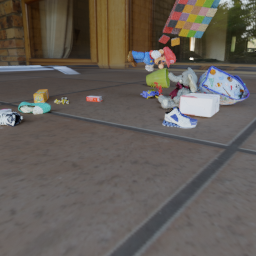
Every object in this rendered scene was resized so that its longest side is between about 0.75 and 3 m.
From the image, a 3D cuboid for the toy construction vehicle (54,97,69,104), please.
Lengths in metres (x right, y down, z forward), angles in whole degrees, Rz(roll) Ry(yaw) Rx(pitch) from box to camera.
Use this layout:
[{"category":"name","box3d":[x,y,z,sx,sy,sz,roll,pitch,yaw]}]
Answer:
[{"category":"toy construction vehicle","box3d":[-3.516,-1.415,14.976,0.757,0.267,0.659,-4,28,-5]}]

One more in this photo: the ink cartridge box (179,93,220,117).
[{"category":"ink cartridge box","box3d":[3.312,-1.109,12.651,1.384,0.802,2.376,9,14,25]}]

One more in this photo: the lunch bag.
[{"category":"lunch bag","box3d":[4.598,-1.919,13.769,2.215,1.371,1.883,26,-3,3]}]

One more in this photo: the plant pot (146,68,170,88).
[{"category":"plant pot","box3d":[2.184,-3.639,20.833,1.551,1.451,1.451,-5,14,19]}]

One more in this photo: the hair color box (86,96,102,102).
[{"category":"hair color box","box3d":[-1.870,-1.624,15.607,0.800,0.245,0.406,6,17,22]}]

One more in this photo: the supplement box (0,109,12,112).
[{"category":"supplement box","box3d":[-5.153,-0.520,11.516,0.391,0.400,0.773,1,17,8]}]

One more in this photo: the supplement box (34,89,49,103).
[{"category":"supplement box","box3d":[-4.821,-1.774,15.616,0.534,0.552,1.605,-4,19,-6]}]

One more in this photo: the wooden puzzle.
[{"category":"wooden puzzle","box3d":[1.672,-2.936,7.438,1.184,1.996,0.140,0,57,-19]}]

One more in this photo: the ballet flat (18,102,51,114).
[{"category":"ballet flat","box3d":[-4.249,-0.842,12.631,1.607,0.541,0.566,5,41,18]}]

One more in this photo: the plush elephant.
[{"category":"plush elephant","box3d":[2.686,-2.015,13.852,2.406,1.863,1.982,1,15,8]}]

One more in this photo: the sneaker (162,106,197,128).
[{"category":"sneaker","box3d":[1.948,-0.426,10.553,1.303,0.752,0.526,5,18,17]}]

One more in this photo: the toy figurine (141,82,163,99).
[{"category":"toy figurine","box3d":[1.195,-2.143,16.308,1.082,0.952,1.806,-10,17,-13]}]

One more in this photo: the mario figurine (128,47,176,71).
[{"category":"mario figurine","box3d":[1.108,-3.065,12.931,2.189,1.160,1.351,4,26,24]}]

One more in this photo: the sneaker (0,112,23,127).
[{"category":"sneaker","box3d":[-4.649,-0.332,10.541,1.403,0.560,0.913,-1,4,-43]}]
